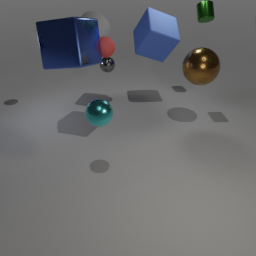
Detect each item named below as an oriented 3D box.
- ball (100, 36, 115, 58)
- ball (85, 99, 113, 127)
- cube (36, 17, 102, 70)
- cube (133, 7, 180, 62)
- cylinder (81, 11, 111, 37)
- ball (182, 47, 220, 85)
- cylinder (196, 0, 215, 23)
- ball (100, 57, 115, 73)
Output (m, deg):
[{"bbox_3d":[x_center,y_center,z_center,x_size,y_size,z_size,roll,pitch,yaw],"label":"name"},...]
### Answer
[{"bbox_3d":[-0.778,-2.756,9.533,0.700,0.700,0.700,0,29,0],"label":"ball"},{"bbox_3d":[-0.727,-0.383,7.090,0.700,0.700,0.700,0,29,0],"label":"ball"},{"bbox_3d":[-1.791,-2.640,8.780,1.400,1.400,1.400,2,18,22],"label":"cube"},{"bbox_3d":[1.168,-3.897,11.836,1.400,1.400,1.400,11,58,-23],"label":"cube"},{"bbox_3d":[-1.550,-3.718,11.260,1.400,1.400,1.400,8,48,13],"label":"cylinder"},{"bbox_3d":[2.757,-2.316,10.579,1.400,1.400,1.400,0,29,0],"label":"ball"},{"bbox_3d":[3.294,-4.939,11.922,0.700,0.700,0.700,-5,0,0],"label":"cylinder"},{"bbox_3d":[-0.927,-2.849,12.595,0.700,0.700,0.700,0,29,0],"label":"ball"}]
